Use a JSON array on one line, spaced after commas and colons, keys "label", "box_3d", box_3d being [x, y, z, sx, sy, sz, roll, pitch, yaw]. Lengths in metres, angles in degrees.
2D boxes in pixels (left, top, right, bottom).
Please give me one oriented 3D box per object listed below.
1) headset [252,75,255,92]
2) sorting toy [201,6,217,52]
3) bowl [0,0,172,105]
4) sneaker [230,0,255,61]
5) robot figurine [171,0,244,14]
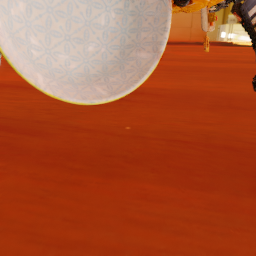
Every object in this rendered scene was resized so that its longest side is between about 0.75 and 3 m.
[{"label": "headset", "box_3d": [2.537, -1.466, 3.892, 1.375, 2.226, 1.046, 35, -14, -11]}, {"label": "sorting toy", "box_3d": [2.699, -3.864, 9.097, 0.366, 2.690, 1.515, 3, 19, 27]}, {"label": "bowl", "box_3d": [-0.900, -1.930, 4.615, 2.945, 2.945, 1.585, -13, 19, -31]}, {"label": "sneaker", "box_3d": [3.566, -3.130, 8.154, 1.108, 2.621, 0.983, -1, 0, 8]}, {"label": "robot figurine", "box_3d": [1.805, -3.150, 5.976, 2.352, 0.685, 1.705, -12, -11, -2]}]
